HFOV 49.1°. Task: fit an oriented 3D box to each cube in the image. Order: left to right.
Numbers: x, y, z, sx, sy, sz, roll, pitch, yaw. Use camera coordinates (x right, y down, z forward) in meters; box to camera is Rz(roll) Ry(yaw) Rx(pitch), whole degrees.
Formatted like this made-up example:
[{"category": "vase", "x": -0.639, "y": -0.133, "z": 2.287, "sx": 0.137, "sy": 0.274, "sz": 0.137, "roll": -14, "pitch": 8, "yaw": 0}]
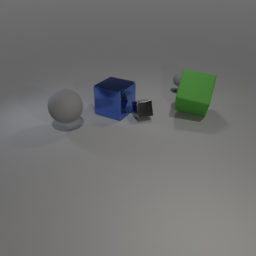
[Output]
[{"category": "cube", "x": -0.582, "y": -1.368, "z": 12.743, "sx": 1.400, "sy": 1.400, "sz": 1.400, "roll": 16, "pitch": 34, "yaw": 26}, {"category": "cube", "x": 0.635, "y": -0.851, "z": 12.348, "sx": 0.700, "sy": 0.700, "sz": 0.700, "roll": -11, "pitch": 12, "yaw": -15}, {"category": "cube", "x": 2.898, "y": -1.504, "z": 12.184, "sx": 1.400, "sy": 1.400, "sz": 1.400, "roll": 14, "pitch": 73, "yaw": 12}]

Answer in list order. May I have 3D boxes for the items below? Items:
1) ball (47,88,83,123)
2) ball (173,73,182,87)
[{"category": "ball", "x": -2.502, "y": -0.882, "z": 11.232, "sx": 1.400, "sy": 1.400, "sz": 1.400, "roll": 0, "pitch": 30, "yaw": 0}, {"category": "ball", "x": 2.716, "y": -2.521, "z": 14.685, "sx": 0.700, "sy": 0.700, "sz": 0.700, "roll": 0, "pitch": 30, "yaw": 0}]
